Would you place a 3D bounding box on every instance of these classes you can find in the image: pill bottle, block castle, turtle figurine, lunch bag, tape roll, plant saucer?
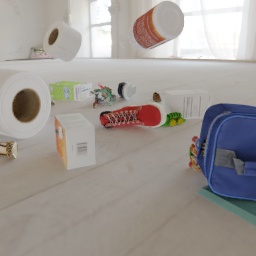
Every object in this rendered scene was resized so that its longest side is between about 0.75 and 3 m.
[{"bbox_3d":[0.898,-3.532,10.008,1.251,1.251,2.230,-9,5,-26],"label":"pill bottle"},{"bbox_3d":[2.032,0.674,7.699,0.660,0.987,0.463,-6,26,-15],"label":"block castle"},{"bbox_3d":[-1.221,-1.778,14.943,1.320,0.888,1.764,40,8,8],"label":"turtle figurine"},{"bbox_3d":[2.860,0.510,6.295,2.775,1.886,1.836,5,13,1],"label":"lunch bag"},{"bbox_3d":[-4.245,-0.903,10.197,1.648,2.401,2.401,11,21,29],"label":"tape roll"},{"bbox_3d":[2.487,1.654,5.989,0.701,0.190,2.006,-11,20,-34],"label":"plant saucer"},{"bbox_3d":[-3.175,-4.180,13.590,1.647,1.647,1.131,18,0,44],"label":"tape roll"}]

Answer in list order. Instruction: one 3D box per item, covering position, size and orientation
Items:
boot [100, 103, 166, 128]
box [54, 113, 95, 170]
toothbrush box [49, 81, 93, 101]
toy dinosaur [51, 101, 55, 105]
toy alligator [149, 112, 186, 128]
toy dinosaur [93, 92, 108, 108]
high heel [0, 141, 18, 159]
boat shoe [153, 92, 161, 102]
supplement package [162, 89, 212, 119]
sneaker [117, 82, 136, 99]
[{"bbox_3d":[0.045,-0.374,10.797,1.917,0.962,2.657,-13,10,-33],"label":"boot"},{"bbox_3d":[-1.609,0.334,8.340,0.831,1.190,1.564,-8,20,-23],"label":"box"},{"bbox_3d":[-3.360,-2.229,16.607,2.071,0.891,1.508,5,18,18],"label":"toothbrush box"},{"bbox_3d":[-5.201,-1.391,14.673,2.541,0.603,1.120,-11,27,-20],"label":"toy dinosaur"},{"bbox_3d":[1.668,-0.368,11.584,1.832,0.497,0.543,-10,21,-27],"label":"toy alligator"},{"bbox_3d":[-1.689,-1.503,15.000,1.297,0.681,1.177,-49,1,-21],"label":"toy dinosaur"},{"bbox_3d":[-3.860,0.655,8.323,1.052,0.527,1.476,0,1,-20],"label":"high heel"},{"bbox_3d":[1.634,-1.789,16.081,0.416,0.393,1.156,-4,19,-11],"label":"boat shoe"},{"bbox_3d":[2.638,-1.088,12.738,1.906,1.142,1.156,-3,19,-10],"label":"supplement package"},{"bbox_3d":[-0.202,-2.209,16.514,0.971,0.959,2.445,8,9,11],"label":"sneaker"}]
